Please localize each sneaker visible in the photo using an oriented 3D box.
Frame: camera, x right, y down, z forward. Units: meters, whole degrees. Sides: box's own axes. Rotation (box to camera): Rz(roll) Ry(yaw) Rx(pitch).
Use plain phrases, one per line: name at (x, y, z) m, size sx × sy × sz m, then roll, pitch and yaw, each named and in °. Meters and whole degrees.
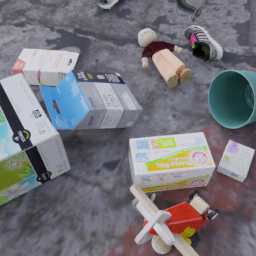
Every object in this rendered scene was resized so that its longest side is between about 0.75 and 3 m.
sneaker at (2.586, -3.098, 10.264) m, size 0.823 × 0.694 × 1.881 m, roll -22°, pitch 59°, yaw -24°

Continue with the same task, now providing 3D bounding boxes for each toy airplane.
toy airplane at (0.836, 2.085, 5.716) m, size 1.943 × 1.377 × 1.952 m, roll 24°, pitch 24°, yaw -4°

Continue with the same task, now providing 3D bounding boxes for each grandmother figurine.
grandmother figurine at (1.181, -2.596, 9.845) m, size 1.624 × 0.811 × 2.677 m, roll -17°, pitch 55°, yaw -23°

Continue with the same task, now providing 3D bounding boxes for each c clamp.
c clamp at (2.026, -3.662, 7.719) m, size 1.305 × 0.207 × 1.527 m, roll 31°, pitch 103°, yaw 25°

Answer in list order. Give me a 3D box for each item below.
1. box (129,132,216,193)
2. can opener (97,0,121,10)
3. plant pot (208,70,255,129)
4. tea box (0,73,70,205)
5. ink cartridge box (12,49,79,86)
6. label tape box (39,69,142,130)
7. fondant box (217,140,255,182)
box at (1.027, 0.865, 6.948) m, size 1.895 × 0.960 × 1.066 m, roll -6°, pitch 52°, yaw -5°
can opener at (-0.571, -5.977, 12.598) m, size 0.579 × 0.731 × 2.198 m, roll 23°, pitch 50°, yaw 18°
plant pot at (3.351, -0.877, 8.017) m, size 1.299 × 1.619 × 1.619 m, roll -10°, pitch 50°, yaw -28°
tea box at (-3.133, 0.308, 6.952) m, size 2.408 × 1.635 × 2.448 m, roll -28°, pitch 57°, yaw -19°
ink cartridge box at (-2.675, -2.028, 9.437) m, size 1.977 × 0.667 × 1.152 m, roll 5°, pitch 52°, yaw 6°
label tape box at (-1.043, -0.832, 7.877) m, size 2.404 × 0.795 × 1.722 m, roll -1°, pitch 46°, yaw -35°
fondant box at (2.851, 0.856, 7.398) m, size 0.692 × 0.279 × 0.959 m, roll 23°, pitch 54°, yaw 18°
